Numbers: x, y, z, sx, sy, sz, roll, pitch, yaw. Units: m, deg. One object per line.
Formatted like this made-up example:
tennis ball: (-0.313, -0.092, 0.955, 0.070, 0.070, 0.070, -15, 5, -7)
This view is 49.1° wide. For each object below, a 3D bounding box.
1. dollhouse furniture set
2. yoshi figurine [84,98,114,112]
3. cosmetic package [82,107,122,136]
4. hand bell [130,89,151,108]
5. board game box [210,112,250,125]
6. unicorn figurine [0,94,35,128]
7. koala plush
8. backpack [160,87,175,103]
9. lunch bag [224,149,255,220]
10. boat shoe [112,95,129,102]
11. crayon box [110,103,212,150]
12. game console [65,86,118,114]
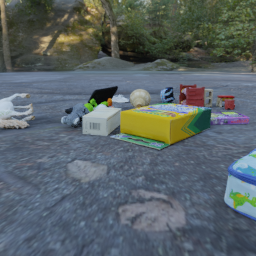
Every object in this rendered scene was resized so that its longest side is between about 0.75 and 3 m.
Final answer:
dollhouse furniture set: (3.738, -1.415, 12.790, 2.623, 1.067, 1.412, -1, 14, -5)
yoshi figurine: (-1.207, -0.758, 10.902, 1.318, 0.738, 0.741, -15, 27, -11)
cosmetic package: (-0.804, -0.247, 9.157, 0.834, 0.589, 1.611, 5, 16, 12)
hand bell: (0.472, -0.885, 11.774, 0.956, 0.956, 1.836, 1, 27, 5)
board game box: (3.279, -0.370, 10.337, 1.936, 0.313, 1.162, -1, 10, -4)
unicorn figurine: (-4.259, -0.643, 10.004, 1.660, 0.893, 2.418, -13, 22, -16)
koala plush: (-1.758, -0.344, 9.415, 0.777, 0.805, 0.876, 8, 28, 31)
backpack: (1.978, -1.659, 14.501, 0.582, 0.790, 0.866, 1, 23, 39)
lunch bag: (2.625, 0.861, 4.409, 1.957, 0.807, 1.573, -14, 22, -40)
boat shoe: (-0.426, -1.580, 14.848, 1.122, 0.384, 0.404, 13, 19, 41)
crayon box: (1.085, -0.194, 8.618, 1.828, 0.750, 2.907, 12, 19, 39)
game console: (-1.551, -1.235, 12.047, 1.650, 1.092, 1.877, 8, 16, 28)
